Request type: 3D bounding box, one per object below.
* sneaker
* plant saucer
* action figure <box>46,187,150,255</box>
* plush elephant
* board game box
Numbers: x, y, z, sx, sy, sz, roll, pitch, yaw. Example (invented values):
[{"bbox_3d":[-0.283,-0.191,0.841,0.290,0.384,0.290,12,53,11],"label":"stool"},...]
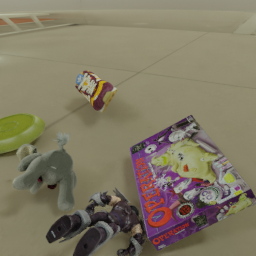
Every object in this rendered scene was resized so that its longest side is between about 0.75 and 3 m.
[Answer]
[{"bbox_3d":[-1.086,-1.174,8.461,1.108,0.922,2.460,32,2,-17],"label":"sneaker"},{"bbox_3d":[-2.975,0.048,7.092,1.701,0.264,1.701,-8,32,5],"label":"plant saucer"},{"bbox_3d":[-0.293,1.390,4.086,1.128,0.602,1.734,37,10,27],"label":"action figure"},{"bbox_3d":[-1.548,0.795,5.243,1.123,1.055,1.363,27,56,-27],"label":"plush elephant"},{"bbox_3d":[0.907,0.741,5.078,1.603,0.431,2.671,-33,24,8],"label":"board game box"}]
